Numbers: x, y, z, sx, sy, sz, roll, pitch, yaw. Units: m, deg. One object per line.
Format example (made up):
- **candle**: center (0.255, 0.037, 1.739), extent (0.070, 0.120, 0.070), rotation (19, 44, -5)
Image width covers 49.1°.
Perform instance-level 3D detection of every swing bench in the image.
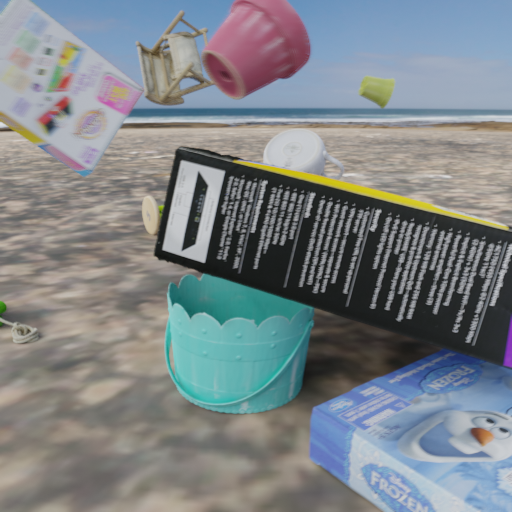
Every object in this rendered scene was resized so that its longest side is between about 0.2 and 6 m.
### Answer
- **swing bench**: center (-1.779, -4.268, 12.388), extent (1.475, 1.467, 0.957), rotation (-22, -20, 30)

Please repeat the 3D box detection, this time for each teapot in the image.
- **teapot**: center (1.283, -2.746, 17.001), extent (2.008, 1.486, 2.035), rotation (-33, 53, -6)

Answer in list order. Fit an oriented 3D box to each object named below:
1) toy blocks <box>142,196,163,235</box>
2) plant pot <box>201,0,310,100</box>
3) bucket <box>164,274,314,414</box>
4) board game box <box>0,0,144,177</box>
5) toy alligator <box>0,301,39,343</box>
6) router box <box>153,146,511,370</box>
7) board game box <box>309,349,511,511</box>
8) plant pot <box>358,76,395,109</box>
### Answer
- **toy blocks**: center (-0.982, -0.869, 11.611), extent (2.251, 0.818, 1.876), rotation (-10, 19, -30)
- **plant pot**: center (-0.059, -2.016, 5.511), extent (0.808, 0.902, 0.902), rotation (-44, 32, -14)
- **bucket**: center (-0.166, 0.795, 5.521), extent (1.510, 0.982, 1.510), rotation (1, 15, 0)
- **board game box**: center (-2.437, -2.002, 6.711), extent (1.764, 1.350, 0.356), rotation (36, -19, -25)
- **toy alligator**: center (-3.621, 0.526, 7.056), extent (2.411, 0.654, 0.715), rotation (9, 18, 29)
- **router box**: center (1.267, -0.190, 6.167), extent (3.111, 1.065, 4.172), rotation (17, 10, 15)
- **board game box**: center (2.125, 1.432, 4.121), extent (2.465, 0.535, 2.453), rotation (-12, 21, -37)
- **plant pot**: center (2.731, -3.827, 12.877), extent (0.641, 0.697, 0.697), rotation (16, 14, -8)
